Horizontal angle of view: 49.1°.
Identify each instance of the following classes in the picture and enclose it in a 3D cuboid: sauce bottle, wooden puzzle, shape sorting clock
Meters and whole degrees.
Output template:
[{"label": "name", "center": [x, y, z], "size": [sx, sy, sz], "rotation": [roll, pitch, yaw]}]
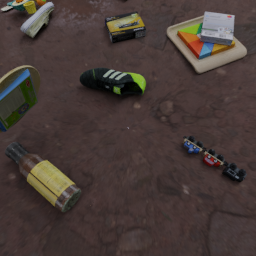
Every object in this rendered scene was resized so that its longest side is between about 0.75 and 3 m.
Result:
[{"label": "sauce bottle", "center": [-2.548, 1.332, 8.211], "size": [2.615, 0.846, 0.846], "rotation": [37, 67, 18]}, {"label": "wooden puzzle", "center": [3.099, -3.479, 11.102], "size": [2.321, 0.467, 2.509], "rotation": [-22, 63, -12]}, {"label": "shape sorting clock", "center": [-2.864, -0.691, 6.922], "size": [0.381, 1.940, 1.940], "rotation": [37, 67, 8]}]

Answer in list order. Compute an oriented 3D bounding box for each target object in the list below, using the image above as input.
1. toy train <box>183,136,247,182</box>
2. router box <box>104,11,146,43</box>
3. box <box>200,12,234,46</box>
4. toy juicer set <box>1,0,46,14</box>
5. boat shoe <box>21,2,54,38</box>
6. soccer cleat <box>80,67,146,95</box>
[{"label": "toy train", "center": [2.605, 0.957, 8.717], "size": [2.205, 0.376, 0.505], "rotation": [35, 79, 17]}, {"label": "router box", "center": [-0.120, -4.160, 11.522], "size": [1.459, 0.381, 1.148], "rotation": [-16, 62, -9]}, {"label": "box", "center": [3.508, -3.918, 10.971], "size": [1.195, 0.315, 1.532], "rotation": [11, 58, 8]}, {"label": "toy juicer set", "center": [-4.379, -5.414, 11.875], "size": [2.072, 0.564, 1.318], "rotation": [17, 53, 31]}, {"label": "boat shoe", "center": [-3.640, -4.465, 11.636], "size": [0.608, 0.705, 1.959], "rotation": [42, 61, -20]}, {"label": "soccer cleat", "center": [-0.550, -1.581, 9.796], "size": [2.363, 0.798, 0.958], "rotation": [4, 39, 0]}]
